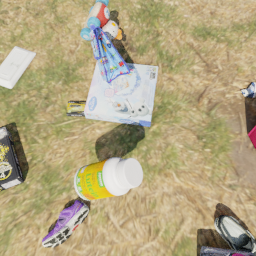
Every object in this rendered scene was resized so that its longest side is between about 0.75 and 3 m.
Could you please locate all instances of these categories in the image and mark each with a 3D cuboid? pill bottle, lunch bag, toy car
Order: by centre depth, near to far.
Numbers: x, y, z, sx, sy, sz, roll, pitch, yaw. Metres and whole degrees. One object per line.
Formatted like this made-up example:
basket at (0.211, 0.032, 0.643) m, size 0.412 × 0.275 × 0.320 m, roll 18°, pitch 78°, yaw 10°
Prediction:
pill bottle at (-0.536, 1.382, 7.743) m, size 1.851 × 1.028 × 1.028 m, roll -20°, pitch 57°, yaw 38°
lunch bag at (-0.777, -2.610, 9.554) m, size 0.903 × 1.446 × 1.920 m, roll -26°, pitch 106°, yaw -4°
toy car at (-0.824, -3.983, 10.854) m, size 1.531 × 1.354 × 1.411 m, roll 25°, pitch 64°, yaw -21°

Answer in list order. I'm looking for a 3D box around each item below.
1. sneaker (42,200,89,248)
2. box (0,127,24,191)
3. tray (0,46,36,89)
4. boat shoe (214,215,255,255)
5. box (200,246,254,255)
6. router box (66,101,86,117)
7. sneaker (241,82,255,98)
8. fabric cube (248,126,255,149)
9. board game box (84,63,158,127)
sneaker at (-2.159, 3.234, 9.480) m, size 0.770 × 0.744 × 1.847 m, roll 31°, pitch 59°, yaw 30°
box at (-5.462, 1.455, 10.223) m, size 2.766 × 0.679 × 2.229 m, roll -21°, pitch 63°, yaw -9°
tray at (-5.146, -2.793, 12.517) m, size 1.149 × 0.237 × 2.140 m, roll 21°, pitch 66°, yaw 9°
boat shoe at (3.750, 3.790, 9.101) m, size 0.832 × 0.664 × 2.201 m, roll -42°, pitch 71°, yaw -18°
box at (3.017, 4.357, 8.448) m, size 1.598 × 0.917 × 1.056 m, roll 6°, pitch 105°, yaw 2°
router box at (-2.116, -0.787, 11.561) m, size 0.778 × 0.203 × 0.612 m, roll 0°, pitch 64°, yaw 0°
sneaker at (5.127, -1.658, 11.923) m, size 0.559 × 0.308 × 0.764 m, roll 11°, pitch 70°, yaw 1°
fabric cube at (6.168, 0.495, 9.791) m, size 2.368 × 2.323 × 2.360 m, roll -15°, pitch 64°, yaw -6°
board game box at (-0.219, -1.509, 11.693) m, size 2.680 × 0.584 × 2.693 m, roll 8°, pitch 65°, yaw 4°
